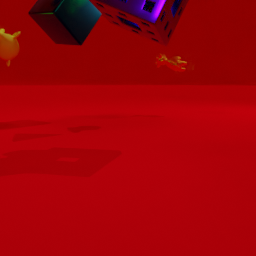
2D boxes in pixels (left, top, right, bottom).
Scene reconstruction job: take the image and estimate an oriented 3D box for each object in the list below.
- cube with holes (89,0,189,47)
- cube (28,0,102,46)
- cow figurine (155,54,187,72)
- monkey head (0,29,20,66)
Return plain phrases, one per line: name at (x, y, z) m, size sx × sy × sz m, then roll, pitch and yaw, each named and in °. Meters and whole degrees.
cube with holes at (0.275, -2.270, 4.565) m, size 1.208 × 1.208 × 1.208 m, roll 27°, pitch 8°, yaw 13°
cube at (-1.815, -3.345, 8.207) m, size 1.274 × 1.274 × 1.274 m, roll 16°, pitch -19°, yaw 38°
cow figurine at (1.499, -2.318, 9.982) m, size 0.936 × 0.522 × 0.951 m, roll -6°, pitch 35°, yaw -22°
monkey head at (-3.368, -2.333, 7.767) m, size 0.722 × 1.198 × 0.862 m, roll 21°, pitch 42°, yaw -24°
